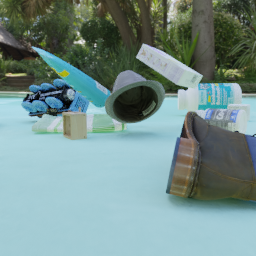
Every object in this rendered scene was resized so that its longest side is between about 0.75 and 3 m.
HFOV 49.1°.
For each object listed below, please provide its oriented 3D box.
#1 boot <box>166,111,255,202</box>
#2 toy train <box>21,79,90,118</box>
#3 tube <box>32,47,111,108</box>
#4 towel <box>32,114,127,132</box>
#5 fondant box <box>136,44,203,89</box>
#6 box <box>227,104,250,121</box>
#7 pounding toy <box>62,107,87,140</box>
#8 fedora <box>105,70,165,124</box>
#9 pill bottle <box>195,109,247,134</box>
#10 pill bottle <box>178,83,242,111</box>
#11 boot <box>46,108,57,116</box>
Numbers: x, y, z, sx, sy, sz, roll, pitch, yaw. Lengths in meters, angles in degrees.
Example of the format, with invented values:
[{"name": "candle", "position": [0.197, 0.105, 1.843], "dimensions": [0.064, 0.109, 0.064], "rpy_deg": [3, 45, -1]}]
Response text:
[{"name": "boot", "position": [1.273, 0.383, 3.966], "dimensions": [1.171, 0.903, 2.416], "rpy_deg": [12, 20, 13]}, {"name": "toy train", "position": [-2.882, -0.933, 10.899], "dimensions": [2.771, 1.201, 1.583], "rpy_deg": [-5, -33, 36]}, {"name": "tube", "position": [-1.590, -1.507, 8.368], "dimensions": [1.051, 0.684, 2.713], "rpy_deg": [30, -4, 44]}, {"name": "towel", "position": [-1.496, -0.203, 9.146], "dimensions": [2.775, 0.325, 2.117], "rpy_deg": [0, 12, -7]}, {"name": "fondant box", "position": [1.330, -1.967, 8.987], "dimensions": [1.804, 0.526, 1.302], "rpy_deg": [40, 23, 29]}, {"name": "box", "position": [4.572, -0.634, 11.564], "dimensions": [0.780, 0.671, 0.783], "rpy_deg": [5, 9, 32]}, {"name": "pounding toy", "position": [-1.391, -0.149, 7.533], "dimensions": [0.607, 0.786, 0.854], "rpy_deg": [-5, 9, -31]}, {"name": "fedora", "position": [0.124, -0.954, 7.848], "dimensions": [1.705, 0.870, 1.927], "rpy_deg": [-24, -32, 8]}, {"name": "pill bottle", "position": [2.472, -0.151, 7.647], "dimensions": [1.327, 0.755, 0.755], "rpy_deg": [5, 9, 37]}, {"name": "pill bottle", "position": [3.895, -1.370, 13.656], "dimensions": [2.853, 1.581, 1.581], "rpy_deg": [0, 8, 7]}, {"name": "boot", "position": [-2.929, -0.410, 10.184], "dimensions": [0.795, 0.599, 0.291], "rpy_deg": [-3, 8, -18]}]
